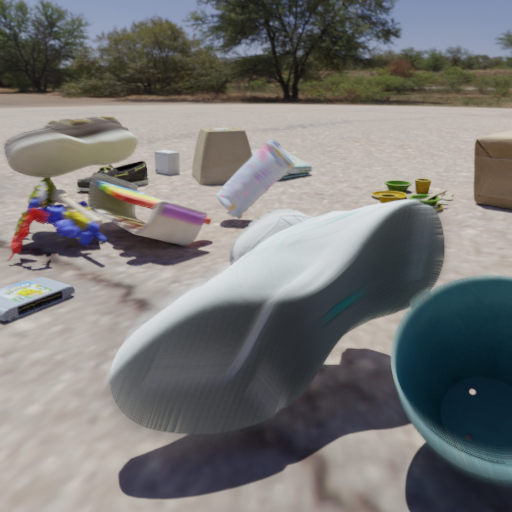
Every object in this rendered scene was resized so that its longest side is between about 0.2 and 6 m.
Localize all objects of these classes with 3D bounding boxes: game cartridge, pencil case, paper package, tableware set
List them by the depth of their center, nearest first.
[{"bbox_3d":[-2.818,0.506,6.803,0.667,0.203,1.001,7,19,32],"label":"game cartridge"},{"bbox_3d":[-0.011,-1.385,10.263,0.641,1.542,0.699,32,19,-52],"label":"pencil case"},{"bbox_3d":[6.411,-1.842,11.776,2.761,1.498,2.896,17,26,41],"label":"paper package"},{"bbox_3d":[3.279,-1.356,12.083,1.716,0.391,2.547,9,21,26],"label":"tableware set"}]

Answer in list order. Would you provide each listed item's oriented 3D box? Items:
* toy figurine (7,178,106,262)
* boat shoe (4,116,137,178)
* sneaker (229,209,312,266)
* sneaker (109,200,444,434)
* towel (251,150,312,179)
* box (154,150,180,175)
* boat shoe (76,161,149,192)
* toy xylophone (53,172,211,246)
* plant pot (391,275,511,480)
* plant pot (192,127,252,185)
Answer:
[{"bbox_3d":[-3.141,-0.462,9.188,1.313,1.156,2.191,24,8,-24],"label":"toy figurine"},{"bbox_3d":[-3.225,-1.962,9.664,2.413,0.867,0.718,-21,64,-44],"label":"boat shoe"},{"bbox_3d":[0.898,-0.072,7.450,2.531,0.943,1.102,-7,24,-19],"label":"sneaker"},{"bbox_3d":[0.172,0.416,4.762,3.117,1.096,1.249,-26,20,-27],"label":"sneaker"},{"bbox_3d":[0.638,-2.482,15.050,1.469,0.354,1.258,-11,36,-43],"label":"towel"},{"bbox_3d":[-2.442,-2.563,15.358,0.606,0.609,0.398,15,24,39],"label":"box"},{"bbox_3d":[-3.464,-1.922,13.490,1.884,0.567,0.671,-17,25,-41],"label":"boat shoe"},{"bbox_3d":[-2.060,-0.805,9.158,2.593,0.651,1.898,23,7,39],"label":"toy xylophone"},{"bbox_3d":[1.664,0.955,3.936,1.376,0.927,1.376,-7,50,9],"label":"plant pot"},{"bbox_3d":[-0.851,-2.629,14.462,1.480,1.310,1.478,-4,19,-14],"label":"plant pot"}]
